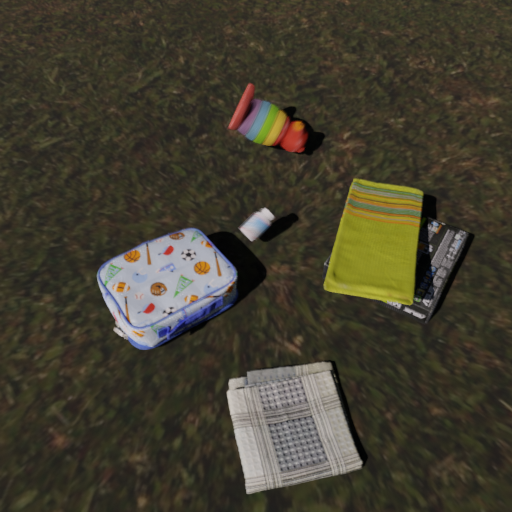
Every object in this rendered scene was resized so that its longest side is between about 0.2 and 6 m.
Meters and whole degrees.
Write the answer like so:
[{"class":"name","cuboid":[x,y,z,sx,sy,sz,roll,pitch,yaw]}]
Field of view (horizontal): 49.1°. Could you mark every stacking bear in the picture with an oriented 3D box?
[{"class":"stacking bear","cuboid":[0.387,-3.125,13.476,1.850,1.052,1.123,25,43,-10]}]

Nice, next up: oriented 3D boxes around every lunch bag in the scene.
[{"class":"lunch bag","cuboid":[-1.671,0.628,10.656,2.471,0.934,1.980,-28,57,-23]}]

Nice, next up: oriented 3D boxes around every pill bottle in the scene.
[{"class":"pill bottle","cuboid":[0.036,-0.654,11.561,0.678,0.369,0.369,-44,59,-1]}]

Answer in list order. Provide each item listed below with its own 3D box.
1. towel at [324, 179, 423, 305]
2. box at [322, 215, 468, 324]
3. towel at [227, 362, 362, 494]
[{"class":"towel","cuboid":[2.348,-0.433,10.769,1.548,0.325,3.597,8,38,13]},{"class":"box","cuboid":[2.862,-0.008,11.442,2.240,0.551,2.319,23,54,21]},{"class":"towel","cuboid":[0.579,2.708,9.243,1.939,0.348,2.014,-9,49,-7]}]
